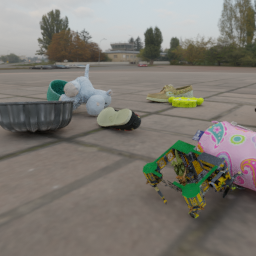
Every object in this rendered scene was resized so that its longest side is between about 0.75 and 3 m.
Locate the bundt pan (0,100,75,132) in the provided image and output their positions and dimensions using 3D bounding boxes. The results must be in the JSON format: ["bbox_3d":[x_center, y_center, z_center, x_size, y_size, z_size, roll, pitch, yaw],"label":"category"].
[{"bbox_3d":[-3.042,-0.411,9.269,2.583,0.969,2.583,-3,6,0],"label":"bundt pan"}]

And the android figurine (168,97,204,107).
[{"bbox_3d":[3.039,-1.402,14.809,1.799,0.406,1.976,6,14,22],"label":"android figurine"}]

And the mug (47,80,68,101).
[{"bbox_3d":[-3.192,-1.481,13.680,1.607,0.994,1.321,41,38,13],"label":"mug"}]

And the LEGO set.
[{"bbox_3d":[1.125,0.987,5.019,1.229,0.926,1.599,-43,32,-26],"label":"LEGO set"}]

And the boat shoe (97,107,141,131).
[{"bbox_3d":[-0.387,-0.282,9.922,0.670,0.782,2.138,33,-16,-34],"label":"boat shoe"}]

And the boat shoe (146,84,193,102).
[{"bbox_3d":[2.409,-2.018,16.051,2.880,0.956,1.066,-5,15,-20],"label":"boat shoe"}]

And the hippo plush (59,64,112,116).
[{"bbox_3d":[-1.767,-1.229,12.409,1.869,1.852,2.325,31,39,0],"label":"hippo plush"}]

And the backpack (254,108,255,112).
[{"bbox_3d":[6.413,-0.836,9.428,2.819,2.171,2.685,-3,25,-22],"label":"backpack"}]

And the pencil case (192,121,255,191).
[{"bbox_3d":[2.596,0.636,5.072,1.232,1.232,2.818,-11,19,-36],"label":"pencil case"}]
